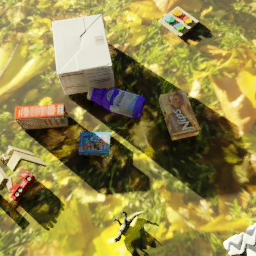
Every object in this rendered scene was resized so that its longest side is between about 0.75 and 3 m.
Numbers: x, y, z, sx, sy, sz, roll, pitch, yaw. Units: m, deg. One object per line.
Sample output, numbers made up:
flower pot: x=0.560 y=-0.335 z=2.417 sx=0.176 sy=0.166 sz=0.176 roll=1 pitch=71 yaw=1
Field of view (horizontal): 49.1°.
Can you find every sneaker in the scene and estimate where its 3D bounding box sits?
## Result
sneaker: x=4.610 y=3.918 z=9.102 sx=2.484 sy=0.992 sz=1.617 roll=-24 pitch=68 yaw=-11

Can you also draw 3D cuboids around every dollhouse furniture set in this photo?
dollhouse furniture set: x=-3.502 y=1.312 z=8.828 sx=1.159 sy=0.993 sz=1.218 roll=32 pitch=91 yaw=40

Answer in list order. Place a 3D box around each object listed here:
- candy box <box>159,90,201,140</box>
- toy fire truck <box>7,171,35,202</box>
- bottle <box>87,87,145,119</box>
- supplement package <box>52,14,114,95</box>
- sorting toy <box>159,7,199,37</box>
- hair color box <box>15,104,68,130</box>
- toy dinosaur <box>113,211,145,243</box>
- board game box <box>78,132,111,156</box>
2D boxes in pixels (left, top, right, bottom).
candy box: x=2.083 y=-0.553 z=11.517 sx=1.129 sy=0.541 sz=1.956 roll=-12 pitch=65 yaw=-6
toy fire truck: x=-4.275 y=2.149 z=10.304 sx=1.049 sy=0.363 sz=1.488 roll=28 pitch=67 yaw=13
bottle: x=-0.511 y=-1.137 z=11.674 sx=2.361 sy=0.771 sz=0.986 roll=18 pitch=66 yaw=9
supplement package: x=-1.922 y=-3.186 z=12.204 sx=2.230 sy=1.588 sz=2.863 roll=-10 pitch=65 yaw=-4
sorting toy: x=2.554 y=-5.365 z=14.006 sx=1.574 sy=0.287 sz=1.457 roll=-40 pitch=70 yaw=-18
hair color box: x=-3.416 y=-0.438 z=11.237 sx=1.890 sy=0.959 sz=0.579 roll=-4 pitch=64 yaw=-3
toy dinosaur: x=-0.128 y=3.282 z=9.781 sx=0.635 sy=0.342 sz=1.440 roll=44 pitch=71 yaw=3
board game box: x=-1.313 y=0.619 z=11.097 sx=1.212 sy=0.273 sz=0.922 roll=2 pitch=64 yaw=1
